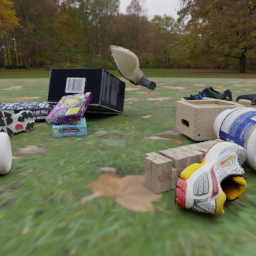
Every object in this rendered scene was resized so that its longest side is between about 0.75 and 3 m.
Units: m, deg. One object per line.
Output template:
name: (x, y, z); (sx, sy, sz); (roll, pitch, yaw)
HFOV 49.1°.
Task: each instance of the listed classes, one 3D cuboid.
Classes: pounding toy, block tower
pounding toy: (2.822, -0.320, 8.959); (2.414, 1.105, 2.121); (-3, 13, -12)
block tower: (1.306, 0.697, 5.619); (2.186, 0.632, 0.590); (-6, 14, -30)

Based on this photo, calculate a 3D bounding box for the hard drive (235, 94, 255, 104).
hard drive: (7.581, -1.750, 16.760); (2.094, 0.443, 1.412); (-8, 15, -32)

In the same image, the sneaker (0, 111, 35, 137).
sneaker: (-4.023, -0.063, 9.082); (0.910, 0.879, 2.181); (-11, -1, 23)

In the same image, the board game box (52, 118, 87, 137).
board game box: (-1.961, -0.047, 9.501); (1.065, 0.331, 1.411); (-3, 13, -10)

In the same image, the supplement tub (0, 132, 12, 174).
supplement tub: (-3.073, 0.549, 5.686); (1.231, 0.864, 0.864); (-3, 13, -15)

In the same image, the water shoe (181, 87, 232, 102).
water shoe: (4.225, -1.701, 15.089); (2.752, 1.086, 0.984); (8, 15, 31)

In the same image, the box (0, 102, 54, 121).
box: (-4.394, -0.705, 11.854); (2.372, 0.594, 2.390); (-2, 13, -12)

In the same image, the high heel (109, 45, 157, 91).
high heel: (-0.126, -2.674, 12.124); (2.752, 0.983, 1.962); (38, 2, -34)

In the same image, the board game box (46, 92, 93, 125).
board game box: (-1.984, -0.715, 9.735); (1.153, 0.310, 1.920); (-4, 28, 9)

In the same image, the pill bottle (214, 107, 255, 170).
pill bottle: (2.855, 0.177, 6.523); (1.225, 1.225, 2.207); (-1, 12, -6)

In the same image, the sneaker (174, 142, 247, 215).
sneaker: (1.623, 0.871, 4.766); (0.847, 0.803, 2.063); (15, 29, 36)

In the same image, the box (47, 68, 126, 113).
box: (-1.718, -1.561, 12.228); (2.498, 1.548, 2.455); (4, -5, 20)
